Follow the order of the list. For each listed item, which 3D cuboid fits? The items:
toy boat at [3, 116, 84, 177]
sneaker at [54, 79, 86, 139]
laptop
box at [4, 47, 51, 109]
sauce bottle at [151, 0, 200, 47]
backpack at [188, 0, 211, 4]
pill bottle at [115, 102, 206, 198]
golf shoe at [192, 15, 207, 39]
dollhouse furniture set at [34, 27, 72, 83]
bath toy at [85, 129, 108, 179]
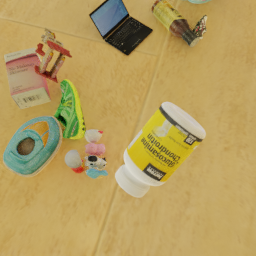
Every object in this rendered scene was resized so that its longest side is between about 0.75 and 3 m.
[{"bbox_3d":[-2.634,0.682,9.203,2.715,1.262,2.282,23,67,10],"label":"toy boat"},{"bbox_3d":[-2.188,-0.726,10.042,1.010,0.895,2.416,-12,66,-10],"label":"sneaker"},{"bbox_3d":[-0.235,-4.337,11.595,2.015,1.041,1.786,37,71,15],"label":"laptop"},{"bbox_3d":[-3.743,-1.857,10.468,1.213,1.034,1.898,-17,67,-7],"label":"box"},{"bbox_3d":[2.010,-4.404,11.776,0.831,0.831,2.518,-34,72,-14],"label":"sauce bottle"},{"bbox_3d":[3.064,-6.769,12.032,2.810,2.154,2.470,-10,69,2],"label":"backpack"},{"bbox_3d":[0.680,0.563,6.593,1.229,1.229,2.194,43,108,17],"label":"pill bottle"},{"bbox_3d":[3.138,-4.300,11.971,0.529,0.464,1.201,33,72,-7],"label":"golf shoe"},{"bbox_3d":[-2.490,-2.388,9.086,0.756,1.001,1.860,23,24,-32],"label":"dollhouse furniture set"},{"bbox_3d":[-1.048,0.799,9.480,0.649,0.764,1.756,-21,58,20],"label":"bath toy"}]
